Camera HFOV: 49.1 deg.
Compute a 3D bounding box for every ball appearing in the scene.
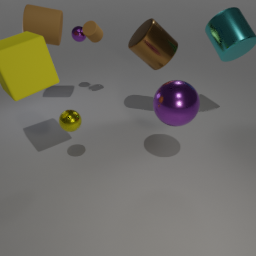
[{"bbox_3d":[-2.245,-4.313,12.859,0.700,0.700,0.700,0,31,0],"label":"ball"},{"bbox_3d":[-1.789,-0.226,8.692,0.700,0.700,0.700,0,31,0],"label":"ball"},{"bbox_3d":[1.454,-0.741,8.461,1.400,1.400,1.400,0,31,0],"label":"ball"}]

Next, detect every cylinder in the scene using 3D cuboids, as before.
[{"bbox_3d":[-1.536,-4.219,12.285,0.700,0.700,0.700,14,-4,22],"label":"cylinder"},{"bbox_3d":[-3.457,-4.201,11.483,1.400,1.400,1.400,7,30,-10],"label":"cylinder"},{"bbox_3d":[0.959,-3.194,10.776,1.400,1.400,1.400,35,20,-25],"label":"cylinder"},{"bbox_3d":[3.791,-3.428,10.366,1.400,1.400,1.400,-15,72,-23],"label":"cylinder"}]

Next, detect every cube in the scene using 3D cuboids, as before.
[{"bbox_3d":[-3.071,-1.829,8.092,1.400,1.400,1.400,-30,36,-23],"label":"cube"}]
